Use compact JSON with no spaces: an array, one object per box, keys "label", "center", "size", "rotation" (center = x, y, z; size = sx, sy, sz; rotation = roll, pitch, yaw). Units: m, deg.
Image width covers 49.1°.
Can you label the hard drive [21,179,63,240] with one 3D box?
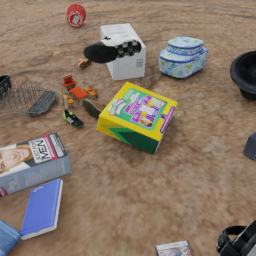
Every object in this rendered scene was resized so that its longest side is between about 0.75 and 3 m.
[{"label":"hard drive","center":[-2.300,2.139,7.545],"size":[0.999,0.192,1.515],"rotation":[-22,36,12]}]

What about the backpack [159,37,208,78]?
[{"label":"backpack","center":[2.676,-3.612,14.124],"size":[2.033,1.633,2.222],"rotation":[28,49,36]}]

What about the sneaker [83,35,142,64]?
[{"label":"sneaker","center":[-0.595,-2.826,9.817],"size":[2.004,0.743,0.887],"rotation":[-10,44,-10]}]

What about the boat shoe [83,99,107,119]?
[{"label":"boat shoe","center":[-1.086,-0.695,11.242],"size":[1.702,0.612,0.579],"rotation":[36,47,23]}]

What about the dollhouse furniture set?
[{"label":"dollhouse furniture set","center":[-2.302,-1.679,12.281],"size":[1.559,0.803,1.542],"rotation":[-24,44,-28]}]

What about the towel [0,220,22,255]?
[{"label":"towel","center":[-3.273,2.933,6.633],"size":[0.798,0.347,1.430],"rotation":[22,46,25]}]

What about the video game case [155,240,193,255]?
[{"label":"video game case","center":[1.160,3.150,6.594],"size":[0.830,0.117,0.918],"rotation":[-6,38,-8]}]

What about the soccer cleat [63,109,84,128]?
[{"label":"soccer cleat","center":[-2.144,-0.368,10.878],"size":[1.099,0.446,0.371],"rotation":[28,46,32]}]

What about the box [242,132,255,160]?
[{"label":"box","center":[4.323,0.547,9.398],"size":[0.739,0.812,0.423],"rotation":[-25,45,-29]}]

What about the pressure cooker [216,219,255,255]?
[{"label":"pressure cooker","center":[2.855,2.812,5.558],"size":[1.984,1.953,2.221],"rotation":[-35,47,-18]}]

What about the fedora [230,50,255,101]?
[{"label":"fedora","center":[5.732,-2.169,12.341],"size":[2.782,1.271,2.782],"rotation":[-3,52,4]}]

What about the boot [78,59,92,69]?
[{"label":"boot","center":[-2.452,-3.426,14.928],"size":[0.582,0.408,1.086],"rotation":[11,31,21]}]

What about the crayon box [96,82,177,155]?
[{"label":"crayon box","center":[0.413,-0.468,10.434],"size":[2.242,0.757,2.598],"rotation":[23,41,9]}]

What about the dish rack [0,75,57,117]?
[{"label":"dish rack","center":[-4.566,-1.369,11.932],"size":[2.829,0.772,2.170],"rotation":[6,39,8]}]

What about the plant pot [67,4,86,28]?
[{"label":"plant pot","center":[-3.736,-7.996,20.018],"size":[1.388,1.388,1.264],"rotation":[0,41,0]}]

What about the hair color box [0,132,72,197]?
[{"label":"hair color box","center":[-3.234,1.127,8.654],"size":[2.623,0.795,1.298],"rotation":[-18,41,-20]}]

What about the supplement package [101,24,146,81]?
[{"label":"supplement package","center":[-0.320,-3.984,14.387],"size":[1.620,1.682,2.957],"rotation":[-9,44,-12]}]
